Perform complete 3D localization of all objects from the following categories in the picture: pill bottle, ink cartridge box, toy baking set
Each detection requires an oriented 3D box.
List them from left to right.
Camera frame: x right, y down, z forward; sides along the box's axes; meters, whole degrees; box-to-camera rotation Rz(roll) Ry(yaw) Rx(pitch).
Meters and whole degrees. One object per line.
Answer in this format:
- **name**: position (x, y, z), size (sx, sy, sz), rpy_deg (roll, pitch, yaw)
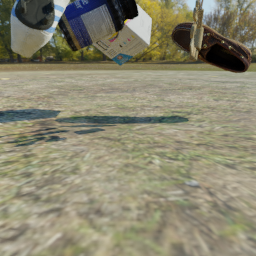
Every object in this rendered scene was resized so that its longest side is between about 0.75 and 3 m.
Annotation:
- **pill bottle**: position (-0.823, -3.020, 7.604), size (2.082, 1.165, 1.165), rpy_deg (-26, 16, 0)
- **ink cartridge box**: position (-0.484, -3.879, 10.508), size (2.258, 1.633, 1.662), rpy_deg (32, -40, -33)
- **toy baking set**: position (2.155, -3.314, 8.438), size (0.293, 2.514, 1.930), rpy_deg (8, -19, 14)

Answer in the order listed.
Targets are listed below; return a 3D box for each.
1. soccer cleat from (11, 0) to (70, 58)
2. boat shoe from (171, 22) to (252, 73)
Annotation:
- **soccer cleat**: position (-1.602, -2.306, 5.196), size (0.842, 1.040, 2.410), rpy_deg (26, 49, -19)
- **boat shoe**: position (2.859, -2.805, 9.766), size (2.964, 1.043, 1.042), rpy_deg (23, 48, 11)
